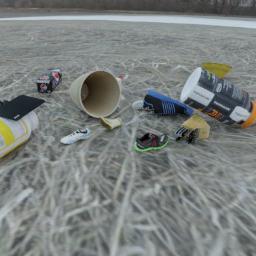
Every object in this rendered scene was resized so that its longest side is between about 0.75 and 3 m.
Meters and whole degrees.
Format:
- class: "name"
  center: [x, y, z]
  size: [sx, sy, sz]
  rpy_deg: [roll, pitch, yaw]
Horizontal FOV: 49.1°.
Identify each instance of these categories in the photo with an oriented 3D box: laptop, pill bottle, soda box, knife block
- class: "laptop"
  center: [-4.145, -0.440, 10.092]
  size: [0.952, 1.844, 1.634]
  rpy_deg: [45, 36, -5]
- class: "pill bottle"
  center: [-4.212, 0.129, 9.612]
  size: [1.297, 1.297, 2.316]
  rpy_deg: [11, 30, 20]
- class: "pill bottle"
  center: [3.611, -1.069, 10.857]
  size: [2.833, 1.505, 1.505]
  rpy_deg: [26, 29, -6]
- class: "soda box"
  center: [-4.282, -2.641, 15.407]
  size: [0.785, 0.703, 2.219]
  rpy_deg: [1, 29, 2]
- class: "knife block"
  center: [2.277, 0.038, 10.593]
  size: [1.405, 0.512, 1.601]
  rpy_deg: [-3, 29, -8]

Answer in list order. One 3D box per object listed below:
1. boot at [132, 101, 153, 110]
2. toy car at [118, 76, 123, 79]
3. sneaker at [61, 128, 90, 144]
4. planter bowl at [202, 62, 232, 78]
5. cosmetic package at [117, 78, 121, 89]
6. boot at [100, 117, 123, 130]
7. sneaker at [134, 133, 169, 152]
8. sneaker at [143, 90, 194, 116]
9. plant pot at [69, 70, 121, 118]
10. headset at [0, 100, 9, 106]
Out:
- class: "boot"
  center: [0.785, -1.015, 12.679]
  size: [1.095, 0.403, 0.523]
  rpy_deg: [-10, 24, -20]
- class: "toy car"
  center: [-0.694, -2.902, 16.462]
  size: [0.736, 0.174, 0.782]
  rpy_deg: [4, 28, 8]
- class: "sneaker"
  center: [-1.930, 0.287, 10.258]
  size: [1.153, 0.418, 0.414]
  rpy_deg: [-19, 34, -28]
- class: "planter bowl"
  center: [5.106, -3.277, 16.320]
  size: [1.744, 0.726, 1.744]
  rpy_deg: [12, 5, -1]
- class: "cosmetic package"
  center: [-1.239, -2.095, 14.353]
  size: [0.924, 0.728, 1.717]
  rpy_deg: [25, 38, 36]
- class: "boot"
  center: [-0.683, -0.261, 11.372]
  size: [0.676, 0.316, 0.869]
  rpy_deg: [-20, 35, -33]
- class: "sneaker"
  center: [0.861, 0.431, 9.813]
  size: [1.352, 0.566, 0.519]
  rpy_deg: [-15, 31, -25]
- class: "sneaker"
  center: [1.714, -0.872, 12.139]
  size: [2.220, 0.865, 0.778]
  rpy_deg: [22, 12, -4]
- class: "plant pot"
  center: [-1.715, -1.579, 12.465]
  size: [1.989, 1.989, 2.123]
  rpy_deg: [-19, 20, -31]
- class: "headset"
  center: [-4.860, -0.698, 11.684]
  size: [1.327, 1.009, 2.148]
  rpy_deg: [-7, 4, 13]
